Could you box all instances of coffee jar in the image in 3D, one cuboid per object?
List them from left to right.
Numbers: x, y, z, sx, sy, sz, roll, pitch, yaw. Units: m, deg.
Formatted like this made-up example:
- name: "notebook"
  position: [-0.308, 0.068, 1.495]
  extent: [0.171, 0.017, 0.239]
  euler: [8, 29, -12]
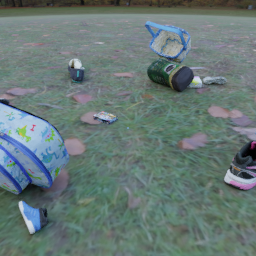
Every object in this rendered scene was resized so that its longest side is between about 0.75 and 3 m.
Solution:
- name: "coffee jar"
  position: [2.178, -2.749, 14.422]
  extent: [1.260, 1.031, 2.416]
  euler: [-43, 42, -12]

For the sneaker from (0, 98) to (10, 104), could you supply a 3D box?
- name: "sneaker"
  position: [-5.932, -1.149, 12.149]
  extent: [1.543, 0.513, 0.698]
  euler: [-6, 31, -8]

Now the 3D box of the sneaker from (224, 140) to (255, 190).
- name: "sneaker"
  position: [3.721, 0.793, 7.900]
  extent: [0.986, 1.060, 2.455]
  euler: [25, 36, 37]

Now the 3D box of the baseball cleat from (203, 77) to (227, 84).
- name: "baseball cleat"
  position: [4.614, -2.599, 14.991]
  extent: [1.204, 0.420, 0.641]
  euler: [-1, 28, -3]

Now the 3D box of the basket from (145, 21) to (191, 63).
- name: "basket"
  position: [1.827, -3.821, 12.298]
  extent: [1.830, 2.075, 1.444]
  euler: [32, 85, 34]

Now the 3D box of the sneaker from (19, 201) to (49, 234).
- name: "sneaker"
  position: [-2.143, 1.955, 6.438]
  extent: [0.512, 0.353, 0.920]
  euler: [-23, 39, -26]

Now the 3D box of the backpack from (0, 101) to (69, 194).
- name: "backpack"
  position: [-2.840, 0.638, 7.198]
  extent: [2.339, 2.140, 1.719]
  euler: [15, 53, 22]

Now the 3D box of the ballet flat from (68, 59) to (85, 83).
- name: "ballet flat"
  position: [-2.924, -3.418, 15.983]
  extent: [0.987, 0.987, 2.702]
  euler: [-7, 28, -12]

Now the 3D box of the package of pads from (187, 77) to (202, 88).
- name: "package of pads"
  position: [3.426, -2.395, 14.689]
  extent: [0.776, 0.342, 1.004]
  euler: [0, 29, 4]

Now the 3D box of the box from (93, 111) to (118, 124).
- name: "box"
  position: [-0.889, -0.415, 11.145]
  extent: [0.817, 0.154, 0.558]
  euler: [19, 33, 32]
